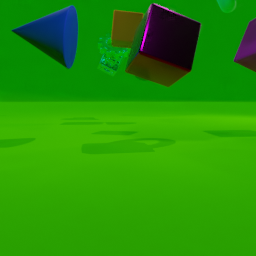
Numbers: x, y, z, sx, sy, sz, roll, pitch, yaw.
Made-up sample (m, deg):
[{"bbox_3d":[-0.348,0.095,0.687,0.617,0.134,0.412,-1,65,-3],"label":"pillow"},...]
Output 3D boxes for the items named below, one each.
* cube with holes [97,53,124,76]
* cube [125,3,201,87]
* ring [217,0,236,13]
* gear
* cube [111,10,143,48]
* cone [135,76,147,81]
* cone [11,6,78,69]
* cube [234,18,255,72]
[{"bbox_3d":[-0.827,-3.109,13.206,0.872,0.872,0.872,25,-9,-11],"label":"cube with holes"},{"bbox_3d":[0.627,-1.490,5.263,0.988,0.988,0.988,17,-12,-12],"label":"cube"},{"bbox_3d":[1.854,-3.176,5.905,0.313,1.566,1.566,-24,-5,24],"label":"ring"},{"bbox_3d":[-0.533,-3.736,12.587,1.597,1.597,0.295,0,-38,-4],"label":"gear"},{"bbox_3d":[-0.042,-3.648,10.491,1.061,1.061,1.061,6,3,-2],"label":"cube"},{"bbox_3d":[0.578,-2.606,10.614,1.157,1.157,1.161,-2,46,-21],"label":"cone"},{"bbox_3d":[-1.821,-1.971,5.900,1.281,1.276,1.276,7,6,0],"label":"cone"},{"bbox_3d":[3.868,-2.208,7.445,1.265,1.265,1.265,23,-1,-8],"label":"cube"}]
